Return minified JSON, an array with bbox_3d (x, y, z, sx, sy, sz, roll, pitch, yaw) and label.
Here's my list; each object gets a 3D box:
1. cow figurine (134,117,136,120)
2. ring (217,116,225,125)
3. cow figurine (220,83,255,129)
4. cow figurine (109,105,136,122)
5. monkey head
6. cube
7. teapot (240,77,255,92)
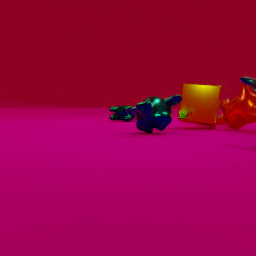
[{"bbox_3d":[-0.047,-0.592,12.087,0.939,0.515,0.923,16,20,42],"label":"cow figurine"},{"bbox_3d":[2.757,-0.229,8.505,1.244,0.249,1.244,3,1,0],"label":"ring"},{"bbox_3d":[2.936,-0.351,6.719,0.889,1.593,1.619,26,-41,-16],"label":"cow figurine"},{"bbox_3d":[0.090,-0.618,11.184,1.408,0.773,1.386,2,9,29],"label":"cow figurine"},{"bbox_3d":[0.491,-0.406,5.981,1.313,0.791,0.944,-13,-43,22],"label":"monkey head"},{"bbox_3d":[1.950,-0.599,7.580,0.993,0.993,0.993,7,-2,17],"label":"cube"},{"bbox_3d":[2.564,-0.361,4.022,1.947,1.210,0.953,25,17,15],"label":"teapot"}]
